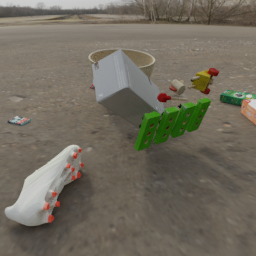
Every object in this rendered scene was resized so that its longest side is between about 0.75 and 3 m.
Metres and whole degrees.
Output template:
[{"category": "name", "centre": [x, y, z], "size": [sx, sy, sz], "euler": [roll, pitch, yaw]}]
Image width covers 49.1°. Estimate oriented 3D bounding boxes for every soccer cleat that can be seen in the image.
[{"category": "soccer cleat", "centre": [-1.971, 1.254, 7.086], "size": [1.083, 0.968, 2.792], "euler": [3, 29, 12]}]

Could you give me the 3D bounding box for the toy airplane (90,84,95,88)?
[{"category": "toy airplane", "centre": [-1.129, -2.314, 15.078], "size": [1.907, 0.351, 1.907], "euler": [0, 26, 0]}]

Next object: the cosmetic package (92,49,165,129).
[{"category": "cosmetic package", "centre": [0.100, -1.090, 8.893], "size": [1.205, 2.672, 1.427], "euler": [-21, 64, 21]}]

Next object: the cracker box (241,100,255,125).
[{"category": "cracker box", "centre": [5.959, -0.666, 11.339], "size": [2.186, 0.631, 1.464], "euler": [-3, 26, -5]}]

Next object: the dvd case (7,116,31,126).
[{"category": "dvd case", "centre": [-4.347, -0.288, 11.200], "size": [0.757, 0.083, 0.552], "euler": [12, 28, 20]}]

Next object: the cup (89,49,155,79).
[{"category": "cup", "centre": [-0.308, -2.209, 12.738], "size": [2.901, 2.075, 2.901], "euler": [2, 31, -1]}]

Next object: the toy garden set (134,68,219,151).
[{"category": "toy garden set", "centre": [1.437, -0.661, 8.347], "size": [2.741, 2.285, 0.547], "euler": [-16, 47, -36]}]

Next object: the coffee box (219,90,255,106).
[{"category": "coffee box", "centre": [5.278, -1.377, 13.110], "size": [1.701, 0.374, 1.046], "euler": [17, 30, 30]}]
